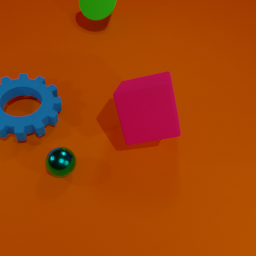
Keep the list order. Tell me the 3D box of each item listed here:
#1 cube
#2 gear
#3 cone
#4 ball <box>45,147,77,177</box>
[{"bbox_3d":[0.489,-0.498,6.640,1.268,1.268,1.268,-10,20,11],"label":"cube"},{"bbox_3d":[-2.842,-0.611,7.534,2.015,0.373,2.015,5,54,-7],"label":"gear"},{"bbox_3d":[-0.833,-4.456,10.243,1.414,1.420,1.414,1,94,18],"label":"cone"},{"bbox_3d":[-1.575,0.798,6.593,0.717,0.717,0.717,0,53,0],"label":"ball"}]
